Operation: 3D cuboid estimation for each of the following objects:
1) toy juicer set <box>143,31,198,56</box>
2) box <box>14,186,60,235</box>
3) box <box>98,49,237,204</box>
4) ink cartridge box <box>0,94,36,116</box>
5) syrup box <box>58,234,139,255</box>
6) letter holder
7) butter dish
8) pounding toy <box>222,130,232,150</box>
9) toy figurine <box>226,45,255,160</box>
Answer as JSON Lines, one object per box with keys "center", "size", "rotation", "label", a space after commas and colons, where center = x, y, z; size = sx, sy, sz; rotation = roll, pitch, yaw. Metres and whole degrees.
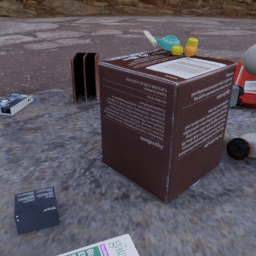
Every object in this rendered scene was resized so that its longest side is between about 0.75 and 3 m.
{"center": [1.015, -1.968, 6.826], "size": [1.413, 0.384, 0.899], "rotation": [11, 38, 0], "label": "toy juicer set"}
{"center": [-1.888, 1.683, 5.793], "size": [0.834, 0.434, 0.760], "rotation": [-9, 28, -16], "label": "box"}
{"center": [0.887, -0.265, 6.962], "size": [2.353, 2.837, 2.329], "rotation": [-23, 35, -39], "label": "box"}
{"center": [-4.549, -1.031, 11.266], "size": [0.907, 0.358, 1.824], "rotation": [5, 26, 12], "label": "ink cartridge box"}
{"center": [-0.866, 2.389, 3.869], "size": [2.273, 0.926, 0.895], "rotation": [-11, 29, -18], "label": "syrup box"}
{"center": [-1.731, -2.026, 11.506], "size": [0.952, 1.893, 1.345], "rotation": [2, 27, 2], "label": "letter holder"}
{"center": [5.158, -1.562, 11.312], "size": [1.904, 1.407, 1.898], "rotation": [14, 70, 35], "label": "butter dish"}
{"center": [2.666, 0.240, 8.303], "size": [0.602, 0.600, 1.049], "rotation": [22, 28, 0], "label": "pounding toy"}
{"center": [3.439, -0.566, 7.403], "size": [1.880, 2.660, 2.702], "rotation": [-10, 71, -38], "label": "toy figurine"}
